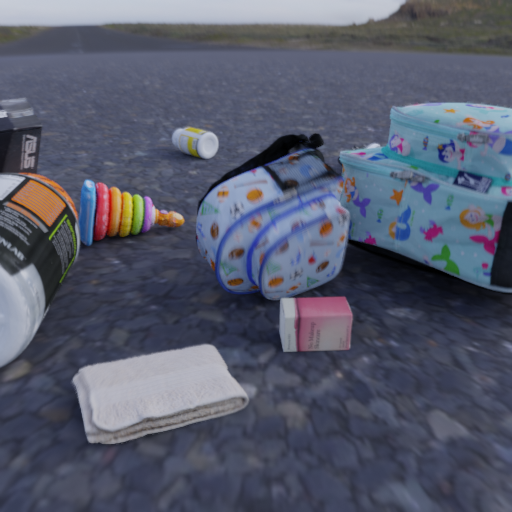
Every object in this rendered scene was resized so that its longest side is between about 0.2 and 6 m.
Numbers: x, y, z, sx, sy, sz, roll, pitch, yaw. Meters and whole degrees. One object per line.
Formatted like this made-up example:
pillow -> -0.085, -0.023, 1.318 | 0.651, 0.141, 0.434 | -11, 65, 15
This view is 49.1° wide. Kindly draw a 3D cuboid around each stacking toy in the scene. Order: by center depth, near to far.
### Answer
stacking toy -> -2.325, -0.774, 10.645 | 1.961, 1.076, 1.138 | 4, 20, -20

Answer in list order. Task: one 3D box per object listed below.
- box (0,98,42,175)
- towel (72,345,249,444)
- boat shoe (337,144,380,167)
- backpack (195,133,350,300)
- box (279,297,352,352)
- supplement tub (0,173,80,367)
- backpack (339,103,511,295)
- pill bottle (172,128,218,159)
box -> -4.799, -1.065, 8.918 | 2.375, 2.947, 0.724 | -22, 67, -38
towel -> -1.100, 1.486, 6.309 | 1.752, 0.302, 1.161 | -9, 27, -23
boat shoe -> 2.682, -2.642, 14.728 | 0.586, 0.619, 1.770 | 32, 40, 21
backpack -> 0.239, -0.343, 8.310 | 2.157, 2.264, 1.744 | -18, 47, -13
box -> 0.765, 0.892, 7.313 | 0.881, 0.563, 0.480 | -2, 27, -3
supplement tub -> -3.545, 0.009, 7.666 | 1.894, 1.894, 3.090 | -1, 24, -3
backpack -> 3.153, -1.058, 9.150 | 3.697, 2.783, 3.282 | 13, 21, 42
pill bottle -> -1.771, -3.237, 15.938 | 1.331, 0.746, 0.746 | 24, 34, 39
